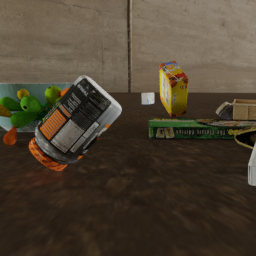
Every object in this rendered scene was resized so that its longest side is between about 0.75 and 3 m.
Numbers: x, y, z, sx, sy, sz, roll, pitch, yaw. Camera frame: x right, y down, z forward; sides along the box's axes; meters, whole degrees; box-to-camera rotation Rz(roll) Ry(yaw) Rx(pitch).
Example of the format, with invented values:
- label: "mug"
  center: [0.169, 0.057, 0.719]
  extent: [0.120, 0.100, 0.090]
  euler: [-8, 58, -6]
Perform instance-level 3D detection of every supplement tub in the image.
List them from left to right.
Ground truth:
- label: "supplement tub"
  center: [-0.645, -0.043, 3.387]
  extent: [0.661, 1.079, 0.661]
  euler: [42, 6, -5]

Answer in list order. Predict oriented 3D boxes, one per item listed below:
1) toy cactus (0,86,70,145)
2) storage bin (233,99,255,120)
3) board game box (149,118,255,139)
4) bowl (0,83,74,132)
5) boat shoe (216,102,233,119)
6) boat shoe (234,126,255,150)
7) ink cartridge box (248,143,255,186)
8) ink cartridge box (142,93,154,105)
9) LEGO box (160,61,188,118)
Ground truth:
- label: "toy cactus"
  center: [-1.483, -0.154, 5.868]
  extent: [2.393, 1.224, 1.975]
  euler: [0, -10, 18]
- label: "storage bin"
  center: [3.640, -0.395, 7.723]
  extent: [1.408, 0.664, 1.418]
  euler: [4, 11, 22]
- label: "board game box"
  center: [1.852, 0.000, 6.526]
  extent: [2.738, 0.321, 1.435]
  euler: [1, 11, 4]
- label: "bowl"
  center: [-2.518, -0.578, 7.256]
  extent: [2.305, 1.205, 2.305]
  euler: [0, 8, 0]
- label: "boat shoe"
  center: [3.598, -0.507, 9.549]
  extent: [1.848, 0.671, 0.580]
  euler: [-5, 46, -52]
- label: "boat shoe"
  center: [2.318, 0.228, 4.533]
  extent: [0.500, 0.529, 1.469]
  euler: [-7, 1, -13]
- label: "ink cartridge box"
  center: [2.334, 0.245, 3.177]
  extent: [1.588, 0.346, 1.378]
  euler: [5, 34, 32]
- label: "ink cartridge box"
  center: [1.223, -1.805, 17.026]
  extent: [0.401, 0.680, 1.181]
  euler: [4, 10, 25]
- label: "LEGO box"
  center: [1.524, -1.298, 9.479]
  extent: [0.582, 1.509, 1.123]
  euler: [-15, 47, -7]
